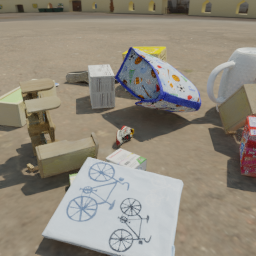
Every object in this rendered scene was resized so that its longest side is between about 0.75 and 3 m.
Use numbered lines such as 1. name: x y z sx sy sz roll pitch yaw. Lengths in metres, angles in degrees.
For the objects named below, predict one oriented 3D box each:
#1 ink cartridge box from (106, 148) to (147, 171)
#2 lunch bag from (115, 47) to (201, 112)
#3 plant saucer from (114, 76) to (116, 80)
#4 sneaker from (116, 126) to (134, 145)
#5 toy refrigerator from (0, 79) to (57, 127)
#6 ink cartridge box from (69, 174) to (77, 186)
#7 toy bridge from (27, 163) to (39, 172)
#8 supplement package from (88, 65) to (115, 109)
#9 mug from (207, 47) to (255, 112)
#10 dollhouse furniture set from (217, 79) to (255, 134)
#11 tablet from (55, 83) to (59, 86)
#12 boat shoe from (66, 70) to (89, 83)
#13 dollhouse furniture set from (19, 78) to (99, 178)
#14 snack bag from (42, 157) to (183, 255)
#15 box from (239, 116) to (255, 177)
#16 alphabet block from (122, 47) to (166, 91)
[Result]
1. ink cartridge box: -0.055 1.011 7.860 0.951 0.400 0.689 18 32 32
2. lunch bag: 1.215 -1.604 10.848 2.380 1.734 2.800 8 28 -40
3. plant saucer: -0.695 -2.738 15.280 0.824 0.151 0.824 -14 15 4
4. sneaker: -0.098 0.236 9.376 0.453 0.429 1.102 10 29 16
5. toy refrigerator: -4.111 -1.171 11.493 1.117 1.029 2.942 6 27 12
6. ink cartridge box: -0.834 1.586 6.824 1.046 0.345 1.437 -7 26 -14
7. toy bridge: -2.300 0.957 8.230 0.420 0.170 1.249 25 35 35
8. supplement package: -1.194 -1.866 12.406 1.026 1.441 1.850 -4 27 -8
9. mug: 4.416 -1.773 11.061 2.843 2.493 2.099 -8 28 -15
10. dollhouse furniture set: 4.736 -0.663 9.558 2.602 1.693 2.390 -4 70 -14
11. tablet: -4.551 -2.082 14.314 1.174 0.123 1.805 16 30 29
12. boat shoe: -2.262 -2.789 15.050 2.205 0.737 0.628 4 31 15
13. dollhouse furniture set: -2.004 0.020 8.117 1.580 2.084 2.378 -13 56 -21
14. snack bag: -0.132 1.718 6.243 2.659 0.285 2.507 11 34 10
15. box: 4.551 0.641 7.584 2.719 1.298 1.355 8 28 16
16. alphabet block: 0.879 -2.960 13.987 1.834 1.878 1.844 5 27 18
